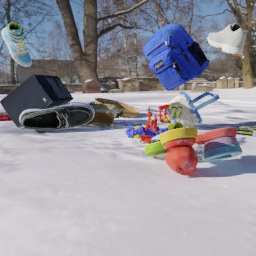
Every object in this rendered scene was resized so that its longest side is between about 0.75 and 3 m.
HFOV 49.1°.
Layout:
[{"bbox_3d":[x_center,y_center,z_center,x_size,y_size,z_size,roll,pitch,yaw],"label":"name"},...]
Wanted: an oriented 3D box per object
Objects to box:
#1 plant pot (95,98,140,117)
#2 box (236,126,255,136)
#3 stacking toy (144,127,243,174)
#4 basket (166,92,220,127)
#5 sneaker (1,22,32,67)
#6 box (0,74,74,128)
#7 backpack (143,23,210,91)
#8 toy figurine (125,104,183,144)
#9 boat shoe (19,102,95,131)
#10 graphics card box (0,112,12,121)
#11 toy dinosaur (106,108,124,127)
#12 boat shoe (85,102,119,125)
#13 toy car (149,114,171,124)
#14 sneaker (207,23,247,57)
[{"bbox_3d":[-0.625,-1.136,15.626,2.604,0.358,2.604,15,13,-4],"label":"plant pot"},{"bbox_3d":[4.410,0.109,10.069,0.935,0.222,0.903,8,15,40],"label":"box"},{"bbox_3d":[1.428,0.635,6.376,2.020,0.853,1.829,-1,-17,-26],"label":"stacking toy"},{"bbox_3d":[2.590,-0.873,11.499,2.065,1.437,1.821,-33,7,8],"label":"basket"},{"bbox_3d":[-3.848,-2.974,9.906,0.617,1.551,1.013,-41,16,-34],"label":"sneaker"},{"bbox_3d":[-3.871,-1.231,12.274,1.933,1.363,2.612,-34,2,11],"label":"box"},{"bbox_3d":[1.862,-2.977,11.616,1.972,2.427,2.036,-26,13,45],"label":"backpack"},{"bbox_3d":[0.629,-0.096,8.605,1.379,1.214,2.302,0,7,35],"label":"toy figurine"},{"bbox_3d":[-2.661,-0.301,10.838,2.894,1.043,1.026,-10,24,-16],"label":"boat shoe"},{"bbox_3d":[-6.109,-0.603,14.139,0.823,0.334,1.313,-3,11,-11],"label":"graphics card box"},{"bbox_3d":[-0.808,-0.457,12.468,1.155,0.622,2.621,-22,20,-21],"label":"toy dinosaur"},{"bbox_3d":[-1.553,-0.682,12.175,2.432,0.867,0.785,7,47,24],"label":"boat shoe"},{"bbox_3d":[1.531,-0.447,12.705,0.718,0.487,1.464,7,11,38],"label":"toy car"},{"bbox_3d":[3.893,-3.547,10.853,0.887,1.078,2.343,8,26,-17],"label":"sneaker"}]
